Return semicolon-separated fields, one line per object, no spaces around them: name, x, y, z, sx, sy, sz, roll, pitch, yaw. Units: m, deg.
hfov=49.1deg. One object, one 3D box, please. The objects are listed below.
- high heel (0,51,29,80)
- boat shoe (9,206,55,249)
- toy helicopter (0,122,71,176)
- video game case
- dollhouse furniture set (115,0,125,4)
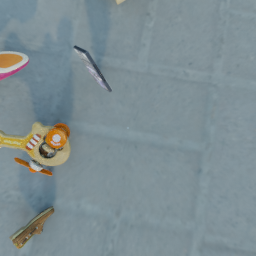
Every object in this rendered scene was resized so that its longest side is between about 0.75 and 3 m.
high heel;-4.115;-1.494;8.454;2.431;1.166;0.819;-29;73;-19
boat shoe;-2.603;2.787;7.890;1.383;0.497;0.470;-37;87;-19
toy helicopter;-2.829;0.560;7.967;2.350;0.927;1.554;9;100;-8
video game case;-1.015;-1.712;8.111;0.132;1.387;0.991;-40;37;-7
dollhouse furniture set;-0.220;-5.158;8.293;1.484;2.118;1.493;-29;81;7
